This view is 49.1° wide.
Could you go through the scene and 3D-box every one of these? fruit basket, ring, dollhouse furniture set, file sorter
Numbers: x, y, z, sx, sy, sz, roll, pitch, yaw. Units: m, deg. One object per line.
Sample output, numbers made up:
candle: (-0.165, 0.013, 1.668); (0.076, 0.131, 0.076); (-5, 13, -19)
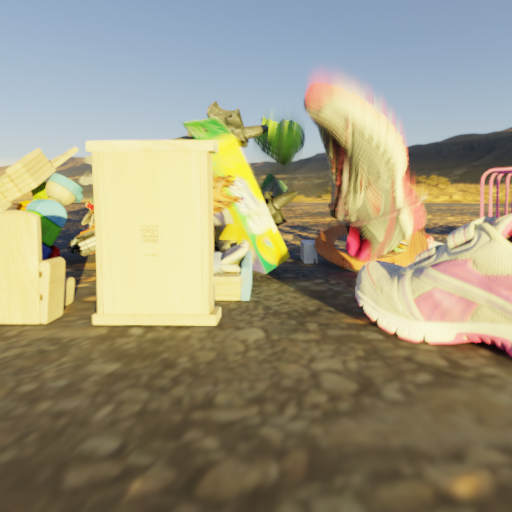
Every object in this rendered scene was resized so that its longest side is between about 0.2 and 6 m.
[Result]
fruit basket: (3.333, -0.256, 11.736); (1.183, 0.555, 1.096); (26, 22, 38)
ring: (1.998, -0.159, 9.780); (1.955, 0.188, 1.955); (-4, 26, 2)
dollhouse furniture set: (-1.365, -0.347, 6.723); (2.584, 1.786, 2.737); (0, 6, 3)
file sorter: (7.332, -1.384, 14.707); (2.070, 1.868, 2.979); (5, 9, 39)

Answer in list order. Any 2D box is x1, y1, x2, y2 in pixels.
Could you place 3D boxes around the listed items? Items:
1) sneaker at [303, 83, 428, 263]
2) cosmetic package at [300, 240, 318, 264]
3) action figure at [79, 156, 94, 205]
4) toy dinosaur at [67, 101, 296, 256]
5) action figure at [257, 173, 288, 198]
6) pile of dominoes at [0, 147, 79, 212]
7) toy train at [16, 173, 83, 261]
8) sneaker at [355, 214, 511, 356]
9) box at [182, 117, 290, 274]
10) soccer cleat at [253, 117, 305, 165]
sneaker: (1.497, -1.081, 8.081); (1.205, 3.228, 1.301); (-40, 41, -3)
cosmetic package: (0.969, -0.079, 10.337); (0.271, 0.371, 0.731); (0, 6, 1)
action figure: (-2.676, -1.616, 10.035); (0.495, 1.068, 1.809); (20, 14, -5)
toy dinosaur: (-1.407, -0.716, 9.707); (3.619, 2.724, 5.332); (-27, 32, -22)
action figure: (-0.146, -1.095, 13.496); (1.986, 0.543, 1.173); (-40, -28, 13)
pile of dominoes: (-4.667, -1.030, 9.648); (2.953, 0.470, 2.302); (-20, 27, 26)
toy train: (-4.047, -0.720, 9.866); (2.552, 1.477, 1.080); (8, -26, 50)
sneaker: (2.000, 0.193, 4.913); (1.065, 1.154, 2.617); (-6, 9, -41)
box: (-0.468, -0.917, 8.442); (0.568, 2.350, 1.379); (-33, 22, -21)
soccer cleat: (0.500, -2.045, 10.308); (0.706, 0.847, 2.090); (-38, 25, -2)
